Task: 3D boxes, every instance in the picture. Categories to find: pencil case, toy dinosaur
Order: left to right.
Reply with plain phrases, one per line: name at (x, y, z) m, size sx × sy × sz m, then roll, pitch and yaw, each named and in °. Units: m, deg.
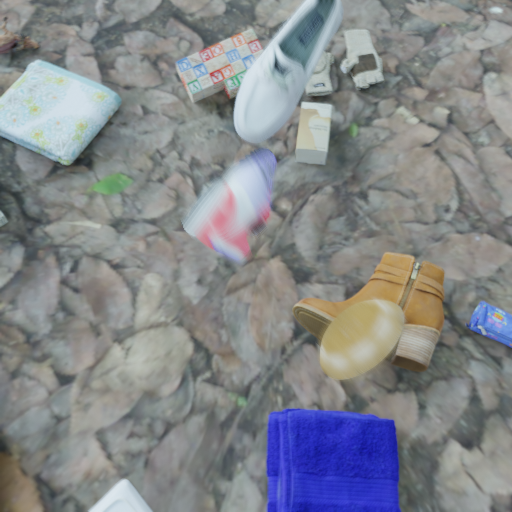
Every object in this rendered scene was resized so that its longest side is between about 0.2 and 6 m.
toy dinosaur at (-6.195, -5.228, 13.837) m, size 1.385 × 0.595 × 0.939 m, roll -37°, pitch 74°, yaw -12°
pencil case at (4.620, 1.391, 10.235) m, size 1.427 × 0.557 × 0.620 m, roll 28°, pitch 43°, yaw 14°

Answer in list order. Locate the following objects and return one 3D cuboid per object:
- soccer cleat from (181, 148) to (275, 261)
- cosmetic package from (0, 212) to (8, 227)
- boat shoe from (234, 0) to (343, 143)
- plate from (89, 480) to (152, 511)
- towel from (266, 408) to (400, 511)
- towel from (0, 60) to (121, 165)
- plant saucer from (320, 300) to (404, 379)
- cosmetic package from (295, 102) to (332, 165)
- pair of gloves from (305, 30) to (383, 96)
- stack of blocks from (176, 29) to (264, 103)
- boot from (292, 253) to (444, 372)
soccer cleat at (-0.155, -0.847, 8.701) m, size 0.994 × 0.926 × 2.716 m, roll 40°, pitch 35°, yaw -3°
cosmetic package at (-5.566, -0.672, 11.525) m, size 0.745 × 0.265 × 0.392 m, roll -40°, pitch 69°, yaw -19°
boat shoe at (0.488, -3.503, 10.285) m, size 1.129 × 1.025 × 3.069 m, roll 29°, pitch 104°, yaw -2°
plate at (-2.187, 4.494, 8.763) m, size 1.390 × 0.225 × 1.393 m, roll -40°, pitch 69°, yaw -19°
towel at (1.223, 3.920, 8.776) m, size 2.183 × 0.732 × 2.956 m, roll 2°, pitch 62°, yaw 2°
towel at (-4.644, -3.283, 12.777) m, size 2.465 × 0.594 × 2.110 m, roll 24°, pitch 67°, yaw 12°
plant saucer at (1.340, 1.045, 7.540) m, size 0.239 × 1.350 × 1.350 m, roll 47°, pitch 66°, yaw -19°
cosmetic package at (1.281, -2.740, 12.515) m, size 0.720 × 0.486 × 1.368 m, roll 5°, pitch 62°, yaw 3°
pair of gloves at (2.014, -4.661, 13.636) m, size 2.051 × 0.360 × 1.744 m, roll -12°, pitch 66°, yaw -4°
stack of blocks at (-0.734, -4.313, 13.085) m, size 1.966 × 0.576 × 1.132 m, roll -26°, pitch 87°, yaw -6°
boot at (2.173, 0.737, 10.331) m, size 2.672 × 1.025 × 2.075 m, roll 17°, pitch 63°, yaw 9°
